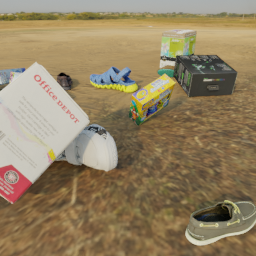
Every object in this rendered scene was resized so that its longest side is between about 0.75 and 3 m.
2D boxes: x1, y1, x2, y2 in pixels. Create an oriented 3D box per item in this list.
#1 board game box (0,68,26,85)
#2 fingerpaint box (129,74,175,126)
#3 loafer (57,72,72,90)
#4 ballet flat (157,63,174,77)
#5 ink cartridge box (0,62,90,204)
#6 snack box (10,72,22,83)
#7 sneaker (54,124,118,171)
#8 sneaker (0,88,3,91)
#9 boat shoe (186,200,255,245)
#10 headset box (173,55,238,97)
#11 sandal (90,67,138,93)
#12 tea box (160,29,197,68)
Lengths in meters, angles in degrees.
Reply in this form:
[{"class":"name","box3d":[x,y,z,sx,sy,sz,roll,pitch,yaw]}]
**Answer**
[{"class":"board game box","box3d":[-5.565,-1.784,10.803,2.532,0.549,2.519,-11,13,4]},{"class":"fingerpaint box","box3d":[0.719,-0.843,8.536,1.353,1.129,0.496,-34,67,-24]},{"class":"loafer","box3d":[-2.910,-2.273,12.846,0.714,0.626,1.986,-6,25,-13]},{"class":"ballet flat","box3d":[2.491,-2.946,14.123,2.007,0.681,0.726,6,63,11]},{"class":"ink cartridge box","box3d":[-1.929,0.067,5.034,2.017,1.488,0.863,-50,23,-26]},{"class":"snack box","box3d":[-3.631,-1.155,9.522,0.501,1.249,1.481,-2,20,-38]},{"class":"sneaker","box3d":[-1.508,0.484,6.270,1.568,1.025,2.729,-19,25,-36]},{"class":"sneaker","box3d":[-5.161,-1.021,10.003,0.806,0.696,1.839,-12,4,31]},{"class":"boat shoe","box3d":[1.623,1.489,4.675,1.458,0.436,0.521,-11,26,-23]},{"class":"headset box","box3d":[3.226,-2.247,11.903,1.959,1.044,2.249,-4,34,-10]},{"class":"sandal","box3d":[-0.647,-2.228,12.313,2.335,1.017,0.928,10,28,24]},{"class":"tea box","box3d":[2.929,-4.591,16.283,1.389,2.045,2.079,14,28,27]}]
